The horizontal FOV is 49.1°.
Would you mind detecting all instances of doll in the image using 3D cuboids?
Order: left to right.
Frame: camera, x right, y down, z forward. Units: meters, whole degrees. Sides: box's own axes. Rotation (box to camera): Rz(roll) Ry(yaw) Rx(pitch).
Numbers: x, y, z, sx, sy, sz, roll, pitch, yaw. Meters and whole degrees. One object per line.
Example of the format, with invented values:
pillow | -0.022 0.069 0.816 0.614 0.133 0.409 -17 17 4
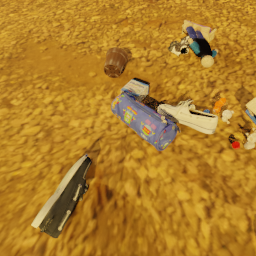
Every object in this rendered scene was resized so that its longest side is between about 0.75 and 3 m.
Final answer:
doll | 3.216 -3.570 12.181 1.711 0.608 2.507 15 46 -26

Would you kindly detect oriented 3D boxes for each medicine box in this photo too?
medicine box | 0.246 -1.320 10.204 0.737 0.416 0.809 24 50 22

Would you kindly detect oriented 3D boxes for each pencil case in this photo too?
pencil case | 0.479 -0.279 8.716 0.904 1.007 2.318 -25 49 -35

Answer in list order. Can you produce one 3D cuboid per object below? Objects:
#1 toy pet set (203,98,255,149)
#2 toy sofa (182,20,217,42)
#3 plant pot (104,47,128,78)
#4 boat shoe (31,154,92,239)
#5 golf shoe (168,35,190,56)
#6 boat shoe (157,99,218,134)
toy pet set | 3.758 -0.220 9.005 1.782 1.013 1.908 -38 43 12
toy sofa | 3.394 -4.730 13.419 1.536 0.749 0.636 29 52 27
plant pot | -0.528 -2.548 11.172 0.941 0.941 0.931 8 54 8
boat shoe | -1.447 1.630 7.009 0.703 0.881 2.330 38 49 -6
golf shoe | 2.538 -3.621 12.505 1.603 0.623 0.757 -30 69 -25
boat shoe | 1.924 -0.553 9.006 2.010 0.857 0.743 25 33 25
